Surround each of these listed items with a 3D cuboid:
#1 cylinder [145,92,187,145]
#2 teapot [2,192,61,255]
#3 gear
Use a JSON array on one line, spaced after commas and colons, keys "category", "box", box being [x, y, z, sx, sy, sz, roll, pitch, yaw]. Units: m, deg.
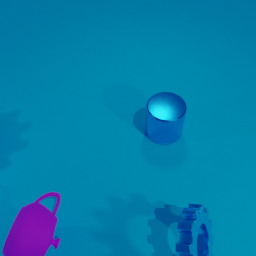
[{"category": "cylinder", "box": [0.995, -0.254, 7.535, 1.036, 1.036, 1.036, -1, 52, 1]}, {"category": "teapot", "box": [-1.822, 2.177, 5.448, 0.954, 1.211, 1.948, 22, 74, -9]}, {"category": "gear", "box": [1.302, 2.198, 5.326, 0.266, 1.438, 1.438, -6, 46, 31]}]
